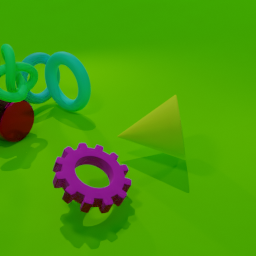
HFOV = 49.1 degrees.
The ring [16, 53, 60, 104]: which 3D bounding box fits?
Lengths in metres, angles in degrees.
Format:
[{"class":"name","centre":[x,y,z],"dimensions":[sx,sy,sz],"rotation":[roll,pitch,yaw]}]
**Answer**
[{"class":"ring","centre":[-3.122,-1.725,9.854],"dimensions":[0.364,1.818,1.818],"rotation":[21,35,29]}]

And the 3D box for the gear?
[{"class":"gear","centre":[-0.721,0.976,5.739],"dimensions":[1.578,0.292,1.578],"rotation":[17,36,-13]}]

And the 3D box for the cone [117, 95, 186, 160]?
[{"class":"cone","centre":[0.529,0.104,7.184],"dimensions":[1.661,1.655,1.655],"rotation":[-9,28,10]}]

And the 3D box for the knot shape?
[{"class":"knot shape","centre":[-3.075,-1.491,7.471],"dimensions":[0.719,1.455,1.555],"rotation":[-3,20,15]}]

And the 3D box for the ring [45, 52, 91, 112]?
[{"class":"ring","centre":[-2.061,-1.526,9.453],"dimensions":[2.052,2.052,0.410],"rotation":[20,34,31]}]

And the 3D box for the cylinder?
[{"class":"cylinder","centre":[-3.676,-0.340,8.240],"dimensions":[1.274,1.274,1.274],"rotation":[14,33,24]}]
